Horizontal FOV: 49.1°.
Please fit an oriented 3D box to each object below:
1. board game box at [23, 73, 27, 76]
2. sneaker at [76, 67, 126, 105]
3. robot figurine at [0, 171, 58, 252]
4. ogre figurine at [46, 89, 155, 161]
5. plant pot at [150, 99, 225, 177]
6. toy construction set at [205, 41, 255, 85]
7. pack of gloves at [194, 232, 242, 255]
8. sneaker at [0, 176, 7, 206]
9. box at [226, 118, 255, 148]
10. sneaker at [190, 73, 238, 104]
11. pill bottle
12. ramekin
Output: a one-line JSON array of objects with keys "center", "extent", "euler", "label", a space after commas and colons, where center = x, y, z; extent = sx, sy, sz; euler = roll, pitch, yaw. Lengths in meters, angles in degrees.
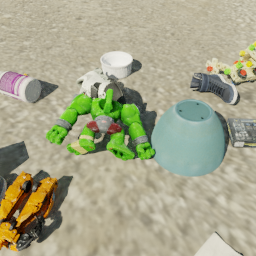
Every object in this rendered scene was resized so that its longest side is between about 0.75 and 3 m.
[{"center": [-4.044, -1.791, 10.738], "extent": [0.785, 0.102, 0.785], "euler": [30, 49, 29], "label": "board game box"}, {"center": [-0.961, -1.141, 9.449], "extent": [1.170, 0.980, 2.644], "euler": [-26, 38, -16], "label": "sneaker"}, {"center": [-2.390, 1.877, 6.289], "extent": [1.407, 0.565, 1.940], "euler": [9, 42, 11], "label": "robot figurine"}, {"center": [-0.625, -0.081, 7.715], "extent": [2.770, 1.359, 1.660], "euler": [2, 61, 9], "label": "ogre figurine"}, {"center": [1.689, 0.063, 7.680], "extent": [2.118, 1.426, 2.118], "euler": [0, 42, 0], "label": "plant pot"}, {"center": [4.256, -2.430, 10.711], "extent": [2.362, 1.088, 1.549], "euler": [-17, 68, -7], "label": "toy construction set"}, {"center": [1.652, 3.075, 5.055], "extent": [2.104, 0.415, 1.768], "euler": [-29, 50, -28], "label": "pack of gloves"}, {"center": [-3.593, 1.613, 5.950], "extent": [0.970, 1.401, 2.320], "euler": [11, 43, 12], "label": "sneaker"}, {"center": [3.709, 0.146, 8.398], "extent": [1.293, 0.330, 1.019], "euler": [2, 43, 3], "label": "box"}, {"center": [2.888, -1.393, 9.757], "extent": [1.306, 0.687, 1.807], "euler": [3, 31, -13], "label": "sneaker"}, {"center": [-3.941, -1.491, 9.803], "extent": [1.600, 0.898, 0.898], "euler": [18, 45, 19], "label": "pill bottle"}, {"center": [-0.442, -2.481, 11.121], "extent": [1.260, 0.614, 1.260], "euler": [0, 42, 0], "label": "ramekin"}]
